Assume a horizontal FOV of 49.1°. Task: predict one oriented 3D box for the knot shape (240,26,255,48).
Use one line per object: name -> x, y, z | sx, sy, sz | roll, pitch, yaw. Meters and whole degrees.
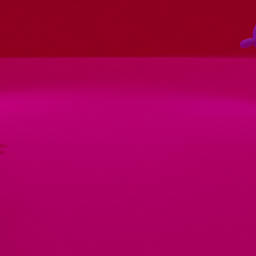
knot shape -> 3.743, -2.490, 7.650 | 1.140, 0.527, 1.066 | 17, 62, 37
